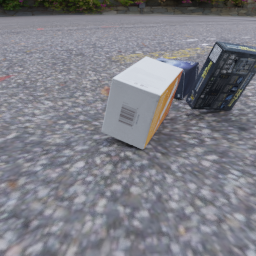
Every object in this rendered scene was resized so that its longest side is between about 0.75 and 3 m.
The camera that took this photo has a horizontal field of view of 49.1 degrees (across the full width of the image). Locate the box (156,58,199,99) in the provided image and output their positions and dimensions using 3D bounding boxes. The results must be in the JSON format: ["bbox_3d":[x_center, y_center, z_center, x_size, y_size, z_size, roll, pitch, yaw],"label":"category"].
[{"bbox_3d":[1.618,-1.971,10.798,1.748,1.077,1.734,13,30,26],"label":"box"}]

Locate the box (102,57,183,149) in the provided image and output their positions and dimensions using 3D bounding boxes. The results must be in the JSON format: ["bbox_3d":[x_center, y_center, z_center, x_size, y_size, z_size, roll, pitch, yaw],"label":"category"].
[{"bbox_3d":[0.464,-0.804,7.649,1.217,1.553,2.497,22,32,12],"label":"box"}]

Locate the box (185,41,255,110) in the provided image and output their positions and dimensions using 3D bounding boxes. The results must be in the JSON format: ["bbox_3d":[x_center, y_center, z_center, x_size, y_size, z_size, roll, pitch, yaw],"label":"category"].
[{"bbox_3d":[2.870,-1.457,8.346,1.635,2.073,0.529,0,44,-24],"label":"box"}]
